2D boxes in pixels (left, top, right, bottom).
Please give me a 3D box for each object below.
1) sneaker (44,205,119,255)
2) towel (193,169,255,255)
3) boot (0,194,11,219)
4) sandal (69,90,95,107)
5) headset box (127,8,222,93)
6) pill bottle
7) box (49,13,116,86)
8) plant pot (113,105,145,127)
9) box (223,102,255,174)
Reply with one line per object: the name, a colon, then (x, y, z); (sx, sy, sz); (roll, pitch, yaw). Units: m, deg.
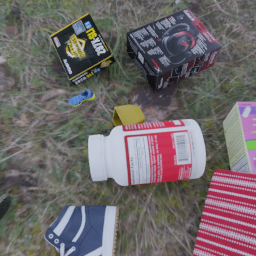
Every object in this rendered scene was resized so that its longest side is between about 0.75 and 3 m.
sneaker: (-1.155, 3.155, 6.213); (1.618, 1.045, 2.983); (8, 58, -1)
towel: (2.435, 2.238, 5.911); (1.912, 0.297, 2.644); (4, 65, 40)
boot: (-4.021, 2.007, 7.125); (1.615, 0.586, 1.469); (25, 65, 19)
sandal: (-1.435, -0.947, 8.594); (0.839, 0.365, 0.334); (-27, 69, -10)
headset box: (1.527, -2.588, 9.030); (2.596, 0.974, 1.930); (-27, 67, -12)
pill bottle: (0.428, 0.647, 7.174); (2.750, 1.544, 1.544); (-5, 64, -2)
box: (-1.491, -2.572, 9.094); (1.572, 0.486, 1.969); (-28, 67, 3)
plant pot: (0.062, -0.235, 8.081); (0.755, 0.739, 0.734); (-18, 65, -19)
box: (3.965, 0.693, 7.300); (2.283, 1.255, 2.595); (0, 65, 0)
